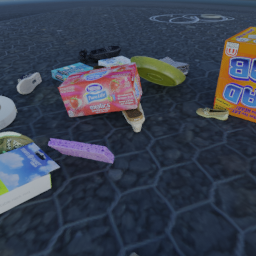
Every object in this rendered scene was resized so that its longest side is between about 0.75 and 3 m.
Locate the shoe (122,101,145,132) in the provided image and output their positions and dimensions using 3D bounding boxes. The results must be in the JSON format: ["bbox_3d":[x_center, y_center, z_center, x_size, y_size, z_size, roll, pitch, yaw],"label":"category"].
[{"bbox_3d":[0.186,-0.597,11.148,0.831,0.634,2.376,-17,27,2],"label":"shoe"}]

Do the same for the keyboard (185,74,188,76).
[{"bbox_3d":[2.336,-2.831,14.816,1.503,0.321,2.503,17,31,29],"label":"keyboard"}]

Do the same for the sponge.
[{"bbox_3d":[-1.393,0.688,8.506,1.796,1.002,0.268,8,71,15],"label":"sponge"}]

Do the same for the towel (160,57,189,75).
[{"bbox_3d":[2.073,-2.948,13.862,1.446,0.747,1.746,19,31,31],"label":"towel"}]

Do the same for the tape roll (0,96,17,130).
[{"bbox_3d":[-5.540,-0.556,10.975,2.199,0.402,2.199,0,38,0],"label":"tape roll"}]

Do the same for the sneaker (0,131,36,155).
[{"bbox_3d":[-4.247,0.911,8.649,2.756,1.060,1.221,-7,63,-15],"label":"sneaker"}]

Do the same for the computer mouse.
[{"bbox_3d":[-1.701,-4.493,17.428,2.660,0.701,1.842,-12,32,-3],"label":"computer mouse"}]

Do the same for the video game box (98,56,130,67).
[{"bbox_3d":[-0.528,-3.616,16.158,1.690,0.434,1.855,-17,35,-30],"label":"video game box"}]

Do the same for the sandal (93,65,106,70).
[{"bbox_3d":[-0.950,-2.931,14.822,1.823,0.745,0.498,2,15,6],"label":"sandal"}]

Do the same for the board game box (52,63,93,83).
[{"bbox_3d":[-2.887,-2.938,15.033,1.423,0.442,1.885,28,41,37],"label":"board game box"}]

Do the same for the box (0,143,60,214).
[{"bbox_3d":[-3.461,1.445,7.606,2.774,0.661,1.692,-23,40,-38],"label":"box"}]

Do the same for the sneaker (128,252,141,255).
[{"bbox_3d":[0.935,2.918,5.011,2.365,0.968,0.911,10,33,16],"label":"sneaker"}]

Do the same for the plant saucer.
[{"bbox_3d":[1.336,-2.578,13.260,2.763,0.429,2.763,20,-3,1],"label":"plant saucer"}]

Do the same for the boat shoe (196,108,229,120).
[{"bbox_3d":[3.418,-0.649,11.362,1.254,0.395,0.457,16,35,25],"label":"boat shoe"}]

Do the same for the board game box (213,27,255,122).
[{"bbox_3d":[5.647,-2.154,11.324,2.968,2.968,2.970,22,38,32],"label":"board game box"}]

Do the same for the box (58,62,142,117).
[{"bbox_3d":[-1.040,-1.522,11.245,2.953,1.410,1.472,-6,31,16],"label":"box"}]

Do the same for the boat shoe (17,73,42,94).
[{"bbox_3d":[-5.043,-2.150,13.668,0.884,0.712,1.907,-3,26,18],"label":"boat shoe"}]

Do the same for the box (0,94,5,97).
[{"bbox_3d":[-6.119,-1.152,12.311,1.063,0.266,1.071,-3,32,-3],"label":"box"}]
